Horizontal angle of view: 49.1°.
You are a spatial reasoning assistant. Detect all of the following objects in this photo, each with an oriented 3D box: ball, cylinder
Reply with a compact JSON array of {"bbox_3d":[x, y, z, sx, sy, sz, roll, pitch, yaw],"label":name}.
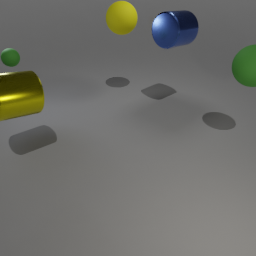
[{"bbox_3d":[4.236,-2.084,9.422,1.400,1.400,1.400,0,32,0],"label":"ball"},{"bbox_3d":[1.934,-4.060,11.511,1.400,1.400,1.400,28,37,37],"label":"cylinder"},{"bbox_3d":[-4.574,-2.740,10.901,0.700,0.700,0.700,0,32,0],"label":"ball"},{"bbox_3d":[-3.553,-1.015,8.711,1.400,1.400,1.400,-18,35,-39],"label":"cylinder"},{"bbox_3d":[-0.281,-4.852,12.376,1.400,1.400,1.400,0,32,0],"label":"ball"}]
